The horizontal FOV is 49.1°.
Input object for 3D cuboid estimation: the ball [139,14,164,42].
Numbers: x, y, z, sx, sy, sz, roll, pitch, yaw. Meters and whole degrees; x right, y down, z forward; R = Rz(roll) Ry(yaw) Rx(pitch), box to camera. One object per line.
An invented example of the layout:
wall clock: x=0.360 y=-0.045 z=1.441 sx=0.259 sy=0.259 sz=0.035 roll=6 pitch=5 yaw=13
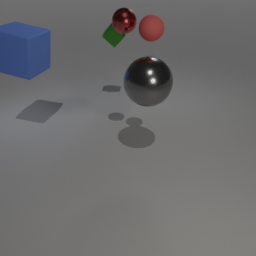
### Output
ball: x=0.642 y=-2.724 z=7.640 sx=0.700 sy=0.700 sz=0.700 roll=0 pitch=30 yaw=0

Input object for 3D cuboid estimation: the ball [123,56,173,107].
ball: x=0.570 y=-1.305 z=7.930 sx=1.400 sy=1.400 sz=1.400 roll=0 pitch=30 yaw=0

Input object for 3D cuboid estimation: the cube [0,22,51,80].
cube: x=-3.578 y=-2.641 z=9.467 sx=1.400 sy=1.400 sz=1.400 roll=16 pitch=32 yaw=9

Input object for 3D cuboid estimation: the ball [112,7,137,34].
ball: x=-0.106 y=-3.022 z=7.907 sx=0.700 sy=0.700 sz=0.700 roll=0 pitch=30 yaw=0

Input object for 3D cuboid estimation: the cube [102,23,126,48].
cube: x=-0.560 y=-3.941 z=11.667 sx=0.700 sy=0.700 sz=0.700 roll=38 pitch=33 yaw=-21
